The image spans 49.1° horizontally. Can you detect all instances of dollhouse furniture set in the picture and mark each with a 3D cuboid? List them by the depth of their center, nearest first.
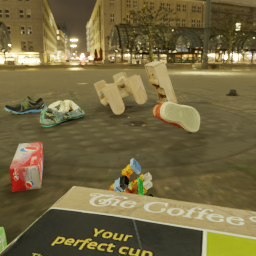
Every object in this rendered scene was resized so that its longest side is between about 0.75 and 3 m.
[{"bbox_3d":[0.338,-1.425,12.051,2.945,1.917,2.706,-25,19,-9],"label":"dollhouse furniture set"}]

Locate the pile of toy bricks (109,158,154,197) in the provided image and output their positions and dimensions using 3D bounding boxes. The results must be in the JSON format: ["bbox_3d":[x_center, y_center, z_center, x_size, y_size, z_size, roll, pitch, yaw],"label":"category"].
[{"bbox_3d":[-0.059,0.990,3.917,0.628,0.706,1.272,-36,18,17],"label":"pile of toy bricks"}]

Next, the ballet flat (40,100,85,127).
[{"bbox_3d":[-2.163,-0.600,9.595,0.792,0.792,2.133,6,15,21],"label":"ballet flat"}]

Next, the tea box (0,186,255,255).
[{"bbox_3d":[0.476,1.333,0.380,2.307,1.541,2.269,4,15,17],"label":"tea box"}]

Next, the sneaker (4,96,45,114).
[{"bbox_3d":[-4.001,-0.892,10.848,1.572,0.652,0.557,-12,17,-39],"label":"sneaker"}]

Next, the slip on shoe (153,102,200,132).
[{"bbox_3d":[1.391,-0.313,7.700,1.819,0.674,0.556,14,-5,-41],"label":"slip on shoe"}]

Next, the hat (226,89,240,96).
[{"bbox_3d":[5.949,-2.012,15.874,0.817,0.330,0.817,-1,14,0],"label":"hat"}]

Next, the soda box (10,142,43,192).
[{"bbox_3d":[-1.852,0.669,5.221,0.481,0.435,1.373,-4,14,-14],"label":"soda box"}]

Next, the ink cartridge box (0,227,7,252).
[{"bbox_3d":[-1.652,1.356,2.684,0.634,0.366,0.868,0,14,-1],"label":"ink cartridge box"}]
